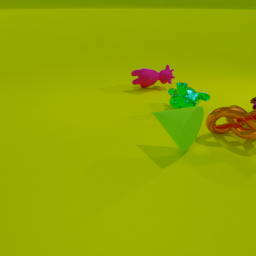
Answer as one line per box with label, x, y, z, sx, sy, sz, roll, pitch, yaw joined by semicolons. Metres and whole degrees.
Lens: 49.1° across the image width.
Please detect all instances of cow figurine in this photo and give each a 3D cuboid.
cow figurine;1.120;-2.243;12.126;1.582;0.882;1.607;-9;-4;31

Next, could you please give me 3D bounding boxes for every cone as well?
cone;1.138;-0.195;7.309;1.215;1.210;1.210;25;35;30

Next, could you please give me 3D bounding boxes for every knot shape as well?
knot shape;3.308;-0.185;7.884;1.853;0.856;1.734;-4;8;-27

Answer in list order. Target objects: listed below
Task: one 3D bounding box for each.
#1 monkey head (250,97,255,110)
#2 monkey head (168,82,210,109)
monkey head;4.383;-0.607;8.949;1.449;0.873;1.042;-25;11;1
monkey head;2.059;-1.225;10.059;1.636;1.177;0.986;13;38;29
